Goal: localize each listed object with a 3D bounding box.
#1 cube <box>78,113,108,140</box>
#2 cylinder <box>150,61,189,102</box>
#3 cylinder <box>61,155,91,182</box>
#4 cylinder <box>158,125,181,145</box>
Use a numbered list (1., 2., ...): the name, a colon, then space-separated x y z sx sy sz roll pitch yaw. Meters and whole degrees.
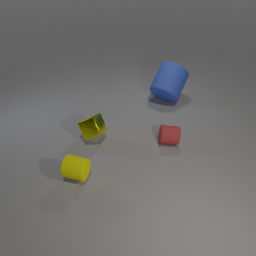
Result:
1. cube: -1.291 -0.058 10.290 0.700 0.700 0.700 -20 8 21
2. cylinder: 1.909 -2.123 12.957 1.400 1.400 1.400 21 81 29
3. cylinder: -1.594 1.223 8.581 0.700 0.700 0.700 11 35 13
4. cylinder: 1.533 0.257 10.369 0.700 0.700 0.700 6 33 -3
